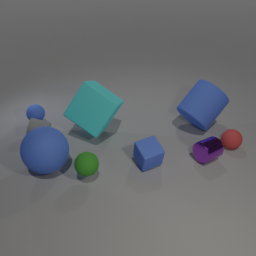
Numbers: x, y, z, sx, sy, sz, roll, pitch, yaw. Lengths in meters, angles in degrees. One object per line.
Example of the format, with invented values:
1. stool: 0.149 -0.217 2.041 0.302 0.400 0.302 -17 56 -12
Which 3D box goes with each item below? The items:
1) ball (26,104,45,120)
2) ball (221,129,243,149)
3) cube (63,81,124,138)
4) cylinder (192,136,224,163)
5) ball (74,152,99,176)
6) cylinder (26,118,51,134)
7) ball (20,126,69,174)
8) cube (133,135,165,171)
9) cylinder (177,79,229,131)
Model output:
1. ball: -3.565 -0.566 10.816 0.700 0.700 0.700 0 30 0
2. ball: 3.587 0.386 9.684 0.700 0.700 0.700 0 30 0
3. cube: -1.180 -0.723 10.002 1.400 1.400 1.400 35 13 0
4. cylinder: 2.557 0.694 8.963 0.700 0.700 0.700 -18 35 -29
5. ball: -1.173 1.022 7.958 0.700 0.700 0.700 0 30 0
6. cylinder: -3.200 0.057 10.050 0.700 0.700 0.700 14 28 -10
7. ball: -2.456 0.650 8.301 1.400 1.400 1.400 0 30 0
8. cube: 0.630 0.781 8.625 0.700 0.700 0.700 -18 54 -18
9. cylinder: 2.802 -0.860 10.556 1.400 1.400 1.400 -51 43 0
